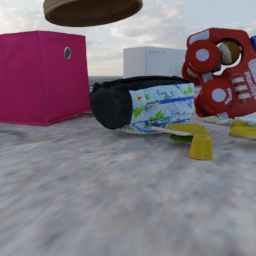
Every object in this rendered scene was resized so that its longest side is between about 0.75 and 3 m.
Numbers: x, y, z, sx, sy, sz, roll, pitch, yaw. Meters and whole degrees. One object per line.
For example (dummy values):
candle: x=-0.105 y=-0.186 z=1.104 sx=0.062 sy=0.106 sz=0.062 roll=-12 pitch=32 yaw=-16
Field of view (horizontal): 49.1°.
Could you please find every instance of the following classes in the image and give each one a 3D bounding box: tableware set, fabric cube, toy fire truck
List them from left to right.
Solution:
fabric cube: x=-2.986 y=-1.673 z=9.197 sx=2.628 sy=2.620 sz=2.578 roll=3 pitch=14 yaw=23
tableware set: x=1.956 y=0.177 z=5.795 sx=1.870 sy=0.426 sz=2.776 roll=13 pitch=15 yaw=41
toy fire truck: x=3.067 y=-1.653 z=8.434 sx=2.485 sy=2.959 sz=1.659 roll=-18 pitch=-9 yaw=4

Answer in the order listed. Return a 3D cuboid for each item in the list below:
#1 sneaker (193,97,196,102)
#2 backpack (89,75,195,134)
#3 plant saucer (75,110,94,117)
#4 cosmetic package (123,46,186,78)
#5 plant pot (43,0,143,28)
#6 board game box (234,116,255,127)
sneaker: x=3.463 y=-1.114 z=12.362 sx=1.721 sy=0.608 sz=0.841 roll=-12 pitch=15 yaw=-42
backpack: x=0.515 y=-0.597 z=6.953 sx=2.387 sy=1.836 sz=1.948 roll=-24 pitch=13 yaw=-23
plant saucer: x=-1.553 y=-0.591 z=10.429 sx=1.302 sy=0.209 sz=1.302 roll=0 pitch=12 yaw=0
cosmetic package: x=1.248 y=-2.097 z=12.104 sx=2.610 sy=2.619 sz=1.610 roll=-8 pitch=12 yaw=-37
plant pot: x=-1.069 y=-4.005 z=8.211 sx=2.904 sy=1.340 sz=2.904 roll=-8 pitch=6 yaw=1
board game box: x=4.402 y=-0.067 z=7.297 sx=2.249 sy=0.291 sz=2.250 roll=-5 pitch=11 yaw=-23
